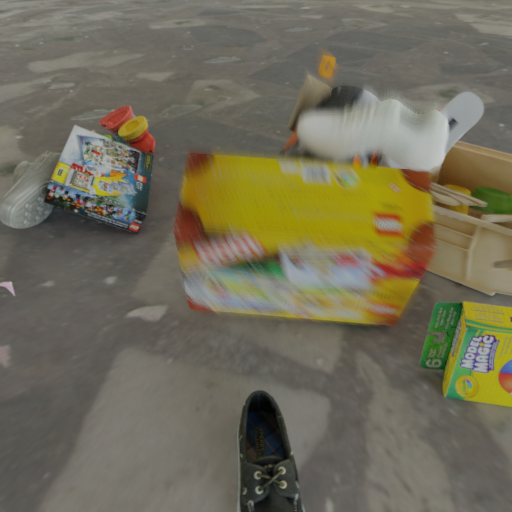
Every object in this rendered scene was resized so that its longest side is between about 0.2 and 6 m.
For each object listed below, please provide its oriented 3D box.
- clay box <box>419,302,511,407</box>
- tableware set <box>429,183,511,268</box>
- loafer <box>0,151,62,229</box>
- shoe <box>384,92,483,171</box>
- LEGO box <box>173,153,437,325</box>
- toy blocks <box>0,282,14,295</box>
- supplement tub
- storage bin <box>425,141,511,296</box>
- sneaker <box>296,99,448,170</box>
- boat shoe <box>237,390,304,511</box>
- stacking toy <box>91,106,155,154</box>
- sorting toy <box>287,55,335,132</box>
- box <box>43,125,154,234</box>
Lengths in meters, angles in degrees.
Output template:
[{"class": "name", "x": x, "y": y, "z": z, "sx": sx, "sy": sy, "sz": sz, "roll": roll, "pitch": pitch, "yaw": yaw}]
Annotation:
[{"class": "clay box", "x": 3.552, "y": 1.397, "z": 7.485, "sx": 2.482, "sy": 1.426, "sz": 0.591, "roll": 5, "pitch": 39, "yaw": 9}, {"class": "tableware set", "x": 4.746, "y": -0.311, "z": 9.394, "sx": 3.024, "sy": 0.689, "sz": 4.489, "roll": -1, "pitch": 23, "yaw": -30}, {"class": "loafer", "x": -4.727, "y": -1.477, "z": 11.943, "sx": 1.047, "sy": 1.049, "sz": 3.001, "roll": 20, "pitch": 26, "yaw": -3}, {"class": "shoe", "x": 3.318, "y": -2.234, "z": 10.991, "sx": 2.371, "sy": 0.847, "sz": 1.078, "roll": -40, "pitch": 2, "yaw": -12}, {"class": "LEGO box", "x": 0.624, "y": -0.145, "z": 8.282, "sx": 3.332, "sy": 2.482, "sz": 1.286, "roll": 4, "pitch": 60, "yaw": 2}, {"class": "toy blocks", "x": -5.282, "y": -0.279, "z": 9.190, "sx": 2.090, "sy": 2.321, "sz": 2.483, "roll": -5, "pitch": 32, "yaw": 3}, {"class": "supplement tub", "x": 1.471, "y": -1.906, "z": 11.124, "sx": 1.819, "sy": 1.819, "sz": 2.970, "roll": 15, "pitch": 49, "yaw": 20}, {"class": "storage bin", "x": 4.197, "y": -0.863, "z": 10.775, "sx": 2.964, "sy": 1.399, "sz": 2.986, "roll": 25, "pitch": 41, "yaw": 34}, {"class": "sneaker", "x": 1.867, "y": -2.111, "z": 9.061, "sx": 2.451, "sy": 0.982, "sz": 0.862, "roll": 9, "pitch": 56, "yaw": 11}, {"class": "boat shoe", "x": 0.115, "y": 2.557, "z": 6.498, "sx": 0.771, "sy": 0.636, "sz": 2.247, "roll": -5, "pitch": 35, "yaw": -7}, {"class": "stacking toy", "x": -3.664, "y": -3.007, "z": 14.854, "sx": 1.838, "sy": 0.857, "sz": 2.030, "roll": -36, "pitch": 39, "yaw": -5}, {"class": "sorting toy", "x": 1.178, "y": -3.245, "z": 12.286, "sx": 0.311, "sy": 2.287, "sz": 1.287, "roll": 29, "pitch": 14, "yaw": 33}, {"class": "box", "x": -3.281, "y": -1.718, "z": 12.127, "sx": 1.946, "sy": 0.537, "sz": 2.850, "roll": 20, "pitch": 30, "yaw": -19}]
